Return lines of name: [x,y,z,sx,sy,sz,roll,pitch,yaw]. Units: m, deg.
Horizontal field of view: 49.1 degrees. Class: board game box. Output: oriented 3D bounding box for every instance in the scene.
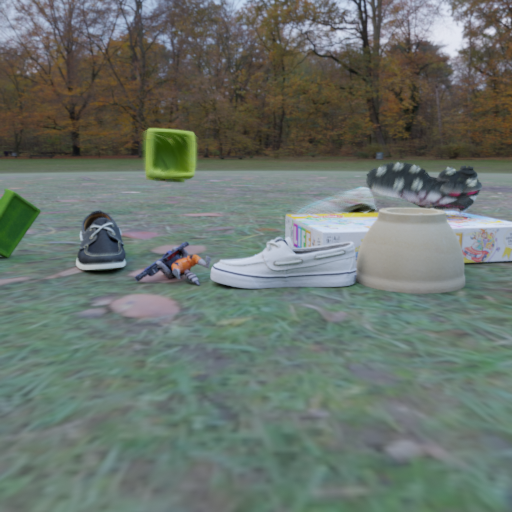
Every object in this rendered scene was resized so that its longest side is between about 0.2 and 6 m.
board game box: [2.679,-0.375,10.630,3.782,0.647,2.543,-2,11,-11]

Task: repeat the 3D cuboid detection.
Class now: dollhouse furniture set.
dollhouse furniture set: [-5.559,-0.887,10.803,2.850,1.100,1.424,15,-19,34]

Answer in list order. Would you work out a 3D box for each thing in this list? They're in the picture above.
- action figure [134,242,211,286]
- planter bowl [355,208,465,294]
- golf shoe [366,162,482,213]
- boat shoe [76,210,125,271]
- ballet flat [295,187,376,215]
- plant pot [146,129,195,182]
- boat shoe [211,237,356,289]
action figure: [-1.257,0.238,8.446,1.028,0.538,0.994,-35,19,-24]
planter bowl: [2.302,-0.154,8.401,1.624,1.093,1.624,-1,11,0]
golf shoe: [3.287,-1.259,11.177,2.210,0.973,0.853,6,50,8]
boat shoe: [-2.738,-0.258,9.774,0.822,0.774,2.290,-5,17,-16]
ballet flat: [2.042,-1.067,13.545,2.520,0.806,0.953,-22,-19,-34]
plant pot: [-1.828,-2.018,11.606,0.970,0.965,0.880,2,-8,-18]
boat shoe: [0.406,0.074,8.196,2.140,0.703,0.770,1,11,3]
